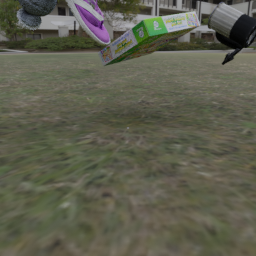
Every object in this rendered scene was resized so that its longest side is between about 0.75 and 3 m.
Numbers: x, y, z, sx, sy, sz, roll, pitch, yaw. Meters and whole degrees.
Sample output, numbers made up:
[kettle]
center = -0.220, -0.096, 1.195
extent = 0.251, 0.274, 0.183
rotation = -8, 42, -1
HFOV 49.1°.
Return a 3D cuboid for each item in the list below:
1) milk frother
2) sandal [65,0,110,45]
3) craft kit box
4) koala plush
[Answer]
[milk frother]
center = 3.082, -2.902, 8.761
extent = 1.497, 1.351, 1.408
rotation = -35, 61, -28
[sandal]
center = -0.947, -2.801, 6.317
extent = 0.497, 2.021, 0.822
rotation = -20, 26, 33
[craft kit box]
center = 0.554, -2.432, 7.690
extent = 2.078, 0.504, 2.053
rotation = -25, 3, -37
[koala plush]
center = -2.395, -3.449, 6.872
extent = 1.724, 1.664, 1.876
rotation = 1, 55, -54
